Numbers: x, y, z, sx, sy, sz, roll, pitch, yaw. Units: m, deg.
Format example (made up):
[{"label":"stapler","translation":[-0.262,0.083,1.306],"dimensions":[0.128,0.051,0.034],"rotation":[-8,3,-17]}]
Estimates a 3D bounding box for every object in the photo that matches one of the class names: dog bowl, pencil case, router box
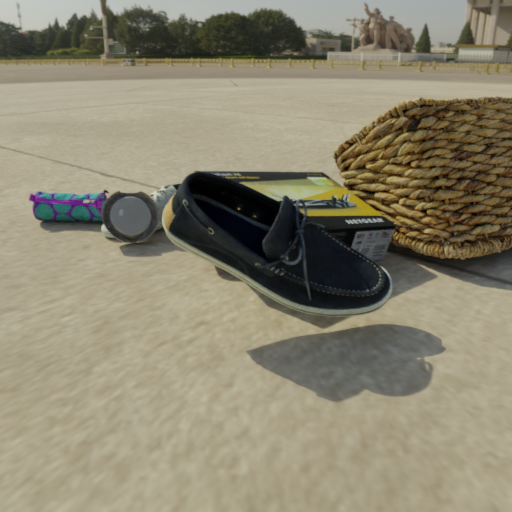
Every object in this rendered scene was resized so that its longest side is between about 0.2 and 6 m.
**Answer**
[{"label":"dog bowl","translation":[-2.517,-0.767,11.181],"dimensions":[1.113,1.113,0.326],"rotation":[-9,-10,-21]},{"label":"pencil case","translation":[-4.072,-1.097,12.347],"dimensions":[1.626,0.692,0.751],"rotation":[1,-19,6]},{"label":"router box","translation":[0.612,-0.734,10.304],"dimensions":[3.053,0.797,2.400],"rotation":[-5,34,-32]}]

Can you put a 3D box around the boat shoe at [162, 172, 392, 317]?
[{"label":"boat shoe","translation":[0.343,-0.167,7.814],"dimensions":[3.448,1.073,1.286],"rotation":[24,51,0]}]

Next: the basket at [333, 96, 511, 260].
[{"label":"basket","translation":[4.029,-1.307,11.881],"dimensions":[4.245,3.162,3.030],"rotation":[-12,-9,-32]}]

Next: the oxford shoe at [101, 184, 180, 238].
[{"label":"oxford shoe","translation":[-2.081,-1.060,11.973],"dimensions":[2.611,0.754,0.982],"rotation":[-22,33,-20]}]
